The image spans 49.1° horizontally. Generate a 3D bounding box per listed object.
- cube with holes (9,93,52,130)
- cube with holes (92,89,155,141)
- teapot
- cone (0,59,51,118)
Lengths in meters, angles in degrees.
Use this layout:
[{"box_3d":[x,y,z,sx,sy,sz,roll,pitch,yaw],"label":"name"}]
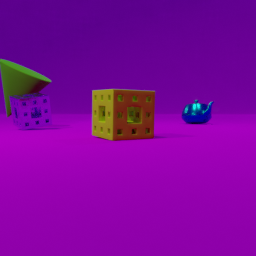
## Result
[{"box_3d":[-2.499,-0.453,7.206,0.767,0.767,0.767,-13,19,-35],"label":"cube with holes"},{"box_3d":[-0.091,-0.236,4.729,0.779,0.779,0.779,-2,6,-31],"label":"cube with holes"},{"box_3d":[2.659,-0.633,10.726,1.137,0.895,1.828,3,-4,-25],"label":"teapot"},{"box_3d":[-3.544,-1.076,8.934,1.642,1.648,1.642,25,8,-4],"label":"cone"}]
